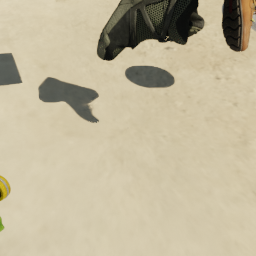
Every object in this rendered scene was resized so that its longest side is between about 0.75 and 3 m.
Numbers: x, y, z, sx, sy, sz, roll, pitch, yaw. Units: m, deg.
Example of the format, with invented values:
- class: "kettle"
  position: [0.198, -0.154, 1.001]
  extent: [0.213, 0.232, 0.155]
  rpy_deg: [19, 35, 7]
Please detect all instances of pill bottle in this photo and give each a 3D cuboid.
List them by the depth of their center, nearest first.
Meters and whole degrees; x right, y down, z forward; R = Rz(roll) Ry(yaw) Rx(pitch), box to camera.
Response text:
- class: "pill bottle"
  position: [3.189, -2.782, 6.005]
  extent: [2.104, 1.168, 1.168]
  rpy_deg: [-14, 32, 43]

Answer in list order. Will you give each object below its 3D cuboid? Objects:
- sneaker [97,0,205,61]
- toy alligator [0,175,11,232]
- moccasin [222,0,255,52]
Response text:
- class: "sneaker"
  position: [0.430, -1.945, 5.530]
  extent: [1.556, 2.716, 1.038]
  rpy_deg: [38, 48, -12]
- class: "toy alligator"
  position: [-2.352, 0.433, 3.624]
  extent: [2.280, 0.548, 0.756]
  rpy_deg: [43, 29, 0]
- class: "moccasin"
  position: [1.654, -1.797, 4.062]
  extent: [0.516, 1.337, 0.489]
  rpy_deg: [-15, 16, -18]
